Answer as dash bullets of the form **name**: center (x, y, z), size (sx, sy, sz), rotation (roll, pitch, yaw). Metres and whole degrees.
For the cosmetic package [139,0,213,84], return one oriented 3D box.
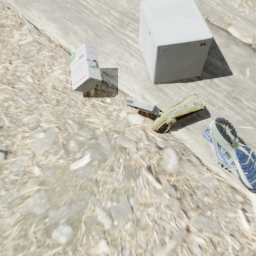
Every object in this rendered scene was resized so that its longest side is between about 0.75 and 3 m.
- **cosmetic package**: center (1.485, -3.018, 9.539), size (1.812, 1.823, 2.179), rotation (-11, 59, -6)

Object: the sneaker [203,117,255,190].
- **sneaker**: center (2.835, 0.758, 7.752), size (0.818, 0.905, 2.124), rotation (-21, 77, -33)

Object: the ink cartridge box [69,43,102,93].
- **ink cartridge box**: center (-1.408, -1.930, 9.147), size (0.539, 0.930, 1.284), rotation (8, 64, -42)

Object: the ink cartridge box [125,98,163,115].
- **ink cartridge box**: center (0.530, -0.604, 8.587), size (1.011, 0.877, 0.220), rotation (19, 85, 32)

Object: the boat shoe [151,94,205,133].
- **boat shoe**: center (1.507, -0.375, 8.561), size (1.772, 0.649, 0.555), rotation (-34, 78, -1)
